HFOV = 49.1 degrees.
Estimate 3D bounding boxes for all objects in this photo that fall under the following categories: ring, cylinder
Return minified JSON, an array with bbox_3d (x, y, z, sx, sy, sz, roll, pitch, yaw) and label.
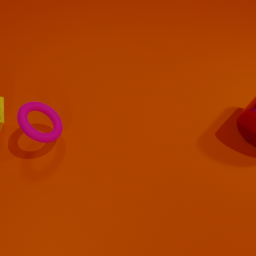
[{"bbox_3d":[-2.221,-0.158,7.137,1.205,0.241,1.205,29,39,-27],"label":"ring"},{"bbox_3d":[3.795,-0.300,7.458,1.282,1.282,1.282,36,61,24],"label":"cylinder"}]

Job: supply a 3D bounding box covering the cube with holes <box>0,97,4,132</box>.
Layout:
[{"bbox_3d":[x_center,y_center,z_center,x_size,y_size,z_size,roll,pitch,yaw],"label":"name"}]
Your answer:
[{"bbox_3d":[-3.841,-0.334,7.537,0.793,0.793,0.793,4,60,-33],"label":"cube with holes"}]
